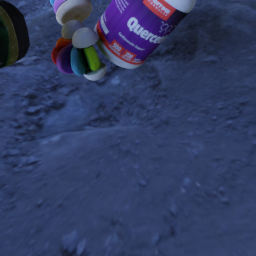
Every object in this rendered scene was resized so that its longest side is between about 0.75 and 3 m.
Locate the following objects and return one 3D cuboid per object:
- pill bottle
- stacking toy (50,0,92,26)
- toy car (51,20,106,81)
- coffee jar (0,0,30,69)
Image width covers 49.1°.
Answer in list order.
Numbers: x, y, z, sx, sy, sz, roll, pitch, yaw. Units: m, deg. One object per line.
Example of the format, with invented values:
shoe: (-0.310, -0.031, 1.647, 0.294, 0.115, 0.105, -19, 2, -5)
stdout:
pill bottle: (0.463, -2.789, 6.550, 1.548, 2.752, 1.548, 24, 45, -26)
stacking toy: (-1.905, -4.037, 7.581, 1.025, 1.025, 2.401, -25, 84, -16)
toy car: (-1.268, -1.767, 6.767, 1.087, 1.269, 1.450, -31, 48, -17)
coffee jar: (-3.036, -1.353, 4.622, 1.516, 1.241, 2.908, 9, 32, 18)
